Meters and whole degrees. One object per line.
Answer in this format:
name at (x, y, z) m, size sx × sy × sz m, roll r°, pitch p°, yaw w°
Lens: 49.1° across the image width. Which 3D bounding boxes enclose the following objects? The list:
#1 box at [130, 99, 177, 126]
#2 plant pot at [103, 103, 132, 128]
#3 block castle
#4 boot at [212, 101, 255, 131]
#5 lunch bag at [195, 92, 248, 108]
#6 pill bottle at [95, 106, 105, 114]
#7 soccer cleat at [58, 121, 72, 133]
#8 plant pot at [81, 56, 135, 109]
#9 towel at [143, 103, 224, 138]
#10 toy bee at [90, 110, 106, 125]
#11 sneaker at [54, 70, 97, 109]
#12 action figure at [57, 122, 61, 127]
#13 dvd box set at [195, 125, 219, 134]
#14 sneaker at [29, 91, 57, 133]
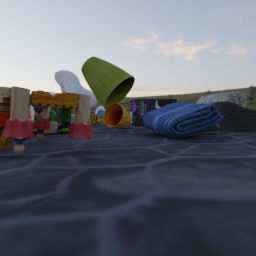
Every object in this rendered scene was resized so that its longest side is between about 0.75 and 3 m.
box at (1.072, -0.678, 11.954) m, size 1.833 × 1.120 × 0.972 m, roll -1°, pitch 3°, yaw -10°
plant pot at (-0.301, -0.364, 9.892) m, size 0.864 × 0.864 × 0.791 m, roll 2°, pitch -11°, yaw 33°
block castle at (-1.545, -0.127, 4.503) m, size 1.303 × 0.915 × 1.950 m, roll 3°, pitch 3°, yaw -38°
boot at (2.974, -0.433, 9.532) m, size 2.134 × 0.850 × 2.589 m, roll 11°, pitch 4°, yaw -18°
lunch bag at (4.190, -0.836, 12.865) m, size 1.772 × 1.472 × 2.112 m, roll -18°, pitch 13°, yaw -34°
pill bottle at (-1.501, -0.890, 17.269) m, size 0.970 × 0.970 × 1.731 m, roll 0°, pitch 4°, yaw 1°
soccer cleat at (-1.716, -0.120, 7.689) m, size 0.410 × 0.492 × 1.214 m, roll -1°, pitch 3°, yaw -12°
plant pot at (-0.850, -1.748, 9.974) m, size 1.619 × 1.515 × 1.515 m, roll 44°, pitch 16°, yaw 13°
towel at (1.171, -0.192, 6.761) m, size 1.257 × 0.547 × 2.252 m, roll -19°, pitch 10°, yaw -9°
toy bee at (-1.072, -0.446, 12.402) m, size 1.410 × 0.766 × 0.923 m, roll -32°, pitch -30°, yaw 25°
sneaker at (-2.462, -1.659, 12.022) m, size 2.524 × 0.888 × 1.011 m, roll 42°, pitch 41°, yaw 22°
action figure at (-3.112, -0.618, 9.885) m, size 1.264 × 1.405 × 1.887 m, roll 9°, pitch -6°, yaw 34°
dvd box set at (1.687, 0.002, 7.789) m, size 1.013 × 0.204 × 1.385 m, roll -4°, pitch 4°, yaw -17°
sneaker at (-2.738, -0.359, 7.435) m, size 1.430 × 1.029 × 2.735 m, roll -1°, pitch -1°, yaw -26°
